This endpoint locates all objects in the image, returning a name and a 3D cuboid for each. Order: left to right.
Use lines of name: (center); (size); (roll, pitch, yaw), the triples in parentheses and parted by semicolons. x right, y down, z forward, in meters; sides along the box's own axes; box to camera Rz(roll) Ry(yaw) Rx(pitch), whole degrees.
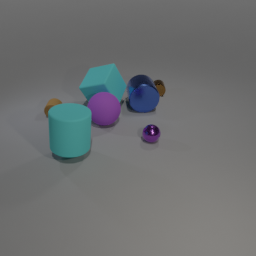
cylinder: (-3.348, -0.887, 12.619); (0.700, 0.700, 0.700); (0, 30, 0)
cylinder: (-1.968, 0.057, 9.533); (1.400, 1.400, 1.400); (5, 28, -2)
cube: (-1.116, -1.887, 12.858); (1.400, 1.400, 1.400); (-4, 47, 29)
ball: (-1.003, -0.807, 11.761); (1.400, 1.400, 1.400); (0, 30, 0)
cylinder: (0.679, -1.637, 13.215); (1.400, 1.400, 1.400); (-3, 30, -5)
ball: (0.896, 0.210, 10.704); (0.700, 0.700, 0.700); (0, 30, 0)
cylinder: (1.605, -2.101, 14.752); (0.700, 0.700, 0.700); (1, 30, 2)
